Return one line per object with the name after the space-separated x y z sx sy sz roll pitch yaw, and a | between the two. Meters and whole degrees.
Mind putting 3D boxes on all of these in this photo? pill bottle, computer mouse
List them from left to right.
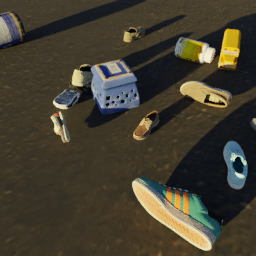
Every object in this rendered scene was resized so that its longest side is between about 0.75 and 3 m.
-6.607 -4.647 13.784 2.694 1.507 1.507 -30 52 -27 | pill bottle
-2.297 -1.239 11.112 1.040 0.416 1.897 19 41 12 | computer mouse
3.141 -3.601 13.130 1.705 0.931 0.931 22 48 21 | pill bottle

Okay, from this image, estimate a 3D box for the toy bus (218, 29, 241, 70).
4.818 -3.697 13.213 0.783 0.942 2.406 13 46 13 | toy bus

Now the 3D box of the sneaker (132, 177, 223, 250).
1.303 2.037 7.479 2.544 0.908 1.017 34 50 23 | sneaker

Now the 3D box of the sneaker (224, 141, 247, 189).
3.383 0.961 8.619 0.658 0.729 1.780 5 45 4 | sneaker

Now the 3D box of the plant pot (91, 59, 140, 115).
-0.525 -1.667 10.790 1.615 1.452 1.615 -16 47 -15 | plant pot

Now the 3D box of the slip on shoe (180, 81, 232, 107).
2.956 -1.251 10.843 1.986 0.755 0.602 20 46 18 | slip on shoe

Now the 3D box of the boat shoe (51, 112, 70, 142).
-2.333 -0.001 9.639 0.416 0.473 1.330 -23 55 -4 | boat shoe

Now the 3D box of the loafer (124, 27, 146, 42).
0.392 -5.080 14.914 0.610 0.541 1.603 27 51 25 | loafer

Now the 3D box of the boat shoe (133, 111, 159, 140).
0.638 -0.134 9.895 0.531 0.503 1.402 23 49 22 | boat shoe

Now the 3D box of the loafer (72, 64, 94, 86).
-1.612 -2.361 11.848 0.763 0.689 2.017 16 33 19 | loafer

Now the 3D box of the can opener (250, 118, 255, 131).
5.245 0.330 9.518 0.765 0.610 2.287 -45 54 3 | can opener
